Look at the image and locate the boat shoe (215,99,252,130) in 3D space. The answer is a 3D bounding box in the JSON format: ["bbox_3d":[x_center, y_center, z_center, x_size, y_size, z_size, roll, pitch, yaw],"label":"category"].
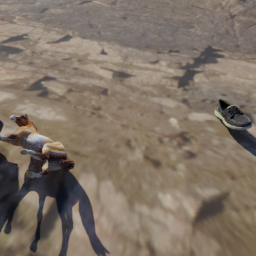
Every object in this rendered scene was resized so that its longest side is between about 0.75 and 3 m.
[{"bbox_3d":[2.791,-0.384,7.589,0.533,0.472,1.457,-19,26,-9],"label":"boat shoe"}]

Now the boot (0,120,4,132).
[{"bbox_3d":[-3.643,0.428,6.541,0.592,1.685,1.232,39,9,13],"label":"boot"}]

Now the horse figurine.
[{"bbox_3d":[-2.092,0.421,6.273,2.511,0.627,1.664,27,10,20],"label":"horse figurine"}]
